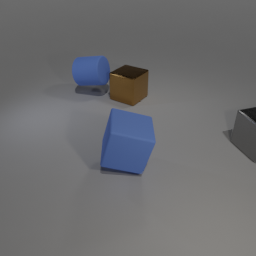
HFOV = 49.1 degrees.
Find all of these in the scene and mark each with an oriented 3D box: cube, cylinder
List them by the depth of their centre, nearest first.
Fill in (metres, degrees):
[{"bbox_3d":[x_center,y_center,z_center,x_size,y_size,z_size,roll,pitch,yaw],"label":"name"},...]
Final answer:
[{"bbox_3d":[-0.035,0.416,9.037,1.400,1.400,1.400,12,34,-10],"label":"cube"},{"bbox_3d":[4.805,0.164,10.079,1.400,1.400,1.400,-10,34,-15],"label":"cube"},{"bbox_3d":[0.052,-2.114,13.670,1.400,1.400,1.400,20,38,28],"label":"cube"},{"bbox_3d":[-1.795,-2.803,13.772,1.400,1.400,1.400,2,31,22],"label":"cylinder"}]
